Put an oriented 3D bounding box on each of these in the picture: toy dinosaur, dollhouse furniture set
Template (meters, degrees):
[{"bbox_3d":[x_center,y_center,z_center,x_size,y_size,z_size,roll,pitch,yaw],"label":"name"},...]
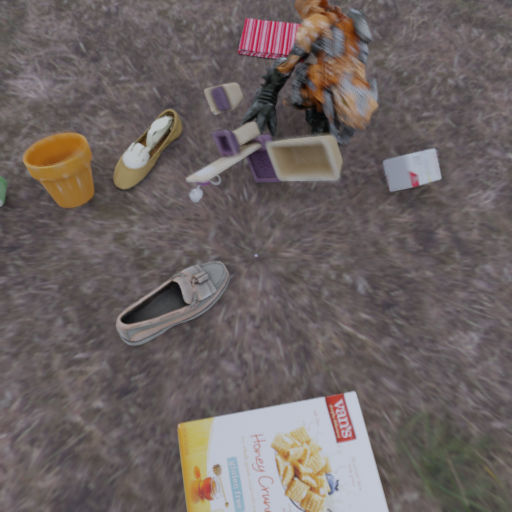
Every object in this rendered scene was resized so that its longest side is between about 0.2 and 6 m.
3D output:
[{"bbox_3d":[1.219,-3.288,9.817,1.938,2.575,3.793,24,48,-8],"label":"toy dinosaur"},{"bbox_3d":[-0.105,-1.686,8.813,1.729,1.930,2.436,-37,27,-30],"label":"dollhouse furniture set"}]

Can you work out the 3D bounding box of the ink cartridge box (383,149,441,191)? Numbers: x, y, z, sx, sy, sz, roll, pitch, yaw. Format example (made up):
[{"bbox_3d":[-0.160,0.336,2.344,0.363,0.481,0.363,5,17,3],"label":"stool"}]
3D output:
[{"bbox_3d":[2.794,-1.535,10.018,0.793,0.574,0.576,-17,96,-32],"label":"ink cartridge box"}]

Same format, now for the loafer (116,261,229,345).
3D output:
[{"bbox_3d":[-1.313,0.707,9.087,2.073,0.652,0.745,-34,68,-16],"label":"loafer"}]

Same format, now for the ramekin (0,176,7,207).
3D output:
[{"bbox_3d":[-4.873,-1.135,9.943,0.830,0.830,0.405,-6,72,-3],"label":"ramekin"}]

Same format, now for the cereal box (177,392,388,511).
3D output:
[{"bbox_3d":[0.347,3.120,7.898,2.685,0.531,1.932,-10,63,-6],"label":"cereal box"}]

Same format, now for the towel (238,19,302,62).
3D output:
[{"bbox_3d":[0.412,-4.679,12.074,1.484,0.167,1.073,8,63,4],"label":"towel"}]

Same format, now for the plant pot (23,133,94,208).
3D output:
[{"bbox_3d":[-3.330,-1.437,9.793,1.086,0.994,1.086,-6,42,6],"label":"plant pot"}]

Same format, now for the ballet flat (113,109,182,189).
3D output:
[{"bbox_3d":[-2.077,-2.066,10.513,0.636,0.584,1.852,30,67,9],"label":"ballet flat"}]
